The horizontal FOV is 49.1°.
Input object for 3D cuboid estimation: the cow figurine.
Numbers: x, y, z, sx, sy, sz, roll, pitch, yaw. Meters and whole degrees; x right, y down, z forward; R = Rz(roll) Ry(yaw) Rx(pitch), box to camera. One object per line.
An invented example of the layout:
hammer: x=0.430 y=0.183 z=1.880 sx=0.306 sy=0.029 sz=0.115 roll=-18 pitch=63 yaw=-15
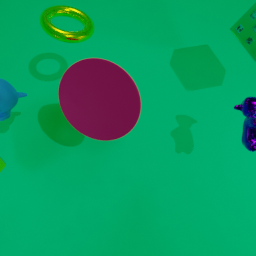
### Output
cow figurine: x=2.739 y=-0.089 z=6.153 sx=0.638 sy=1.144 sz=1.162 roll=5 pitch=103 yaw=-2

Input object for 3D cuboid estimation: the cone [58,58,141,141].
cone: x=-0.333 y=-0.803 z=5.736 sx=1.584 sy=1.584 sz=1.590 roll=19 pitch=30 yaw=7

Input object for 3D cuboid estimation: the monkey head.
monkey head: x=-2.763 y=-0.636 z=5.657 sx=0.980 sy=1.362 sz=0.821 roll=20 pitch=91 yaw=29

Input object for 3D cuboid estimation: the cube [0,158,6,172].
cube: x=-3.528 y=0.907 z=6.371 sx=0.851 sy=0.851 sz=0.851 roll=-27 pitch=109 yaw=12

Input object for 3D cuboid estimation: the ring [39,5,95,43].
ring: x=-1.360 y=-2.360 z=6.329 sx=1.224 sy=0.245 sz=1.224 roll=10 pitch=51 yaw=-12

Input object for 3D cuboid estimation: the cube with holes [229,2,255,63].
cube with holes: x=3.466 y=-2.312 z=6.657 sx=1.184 sy=1.184 sz=1.184 roll=-9 pitch=63 yaw=-43
